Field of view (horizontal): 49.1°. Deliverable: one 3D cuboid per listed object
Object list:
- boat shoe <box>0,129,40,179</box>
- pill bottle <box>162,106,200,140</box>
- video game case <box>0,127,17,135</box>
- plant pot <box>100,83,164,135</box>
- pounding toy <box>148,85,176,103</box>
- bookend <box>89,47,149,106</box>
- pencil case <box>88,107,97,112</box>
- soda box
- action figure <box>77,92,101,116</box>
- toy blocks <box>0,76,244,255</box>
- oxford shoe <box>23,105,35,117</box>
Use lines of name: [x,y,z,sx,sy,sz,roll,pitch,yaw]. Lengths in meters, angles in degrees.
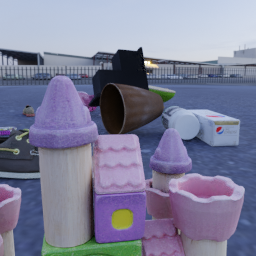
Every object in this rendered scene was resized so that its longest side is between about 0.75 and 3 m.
boat shoe: [-2.305,0.457,5.539,2.884,0.868,1.028,-2,11,-10]
pill bottle: [1.618,-0.168,8.713,0.886,0.886,1.568,-1,11,-5]
video game case: [-4.225,0.099,9.294,0.839,0.150,0.761,-1,11,-7]
plant pot: [0.224,-0.641,8.978,1.735,1.621,1.621,-7,13,-31]
pounding toy: [1.312,-1.548,15.009,2.182,1.312,2.827,12,12,3]
bookend: [-0.427,-1.903,10.282,2.084,2.070,0.960,-3,-14,-24]
pencil case: [-2.165,-1.391,15.165,0.797,0.823,1.757,-13,14,-20]
soda box: [2.507,-0.073,8.637,0.788,0.737,2.314,-1,12,-7]
action figure: [-1.625,-1.307,13.128,2.197,1.636,1.471,-18,10,-17]
toy blocks: [-0.218,0.650,1.697,2.179,1.962,2.331,-1,11,-10]
oxford shoe: [-4.707,-0.861,13.303,0.472,0.501,1.340,-7,13,-33]
